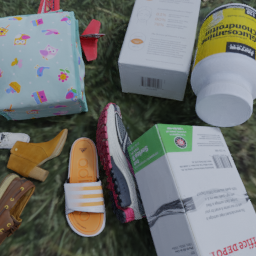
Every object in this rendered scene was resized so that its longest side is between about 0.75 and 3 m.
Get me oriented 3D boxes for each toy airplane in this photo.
[{"bbox_3d":[-2.082,-2.882,8.780,2.969,0.546,2.969,-1,82,11],"label":"toy airplane"}]

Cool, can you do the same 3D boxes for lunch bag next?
[{"bbox_3d":[-2.437,-1.789,7.651,2.425,1.736,2.846,-8,79,-3],"label":"lunch bag"}]

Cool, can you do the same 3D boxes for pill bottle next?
[{"bbox_3d":[2.460,-1.551,6.910,1.648,1.648,2.943,13,58,6],"label":"pill bottle"}]

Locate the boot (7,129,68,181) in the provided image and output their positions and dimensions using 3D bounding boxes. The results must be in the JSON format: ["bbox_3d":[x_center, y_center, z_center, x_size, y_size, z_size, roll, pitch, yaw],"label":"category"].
[{"bbox_3d":[-2.387,0.522,7.348,1.127,0.554,1.574,24,74,5],"label":"boot"}]

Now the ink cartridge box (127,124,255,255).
[{"bbox_3d":[1.456,1.496,6.058,2.149,1.237,2.944,4,60,-37],"label":"ink cartridge box"}]

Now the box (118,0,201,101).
[{"bbox_3d":[0.966,-2.511,8.154,1.846,1.446,2.968,10,66,8],"label":"box"}]

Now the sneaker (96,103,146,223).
[{"bbox_3d":[-0.078,0.767,7.026,1.106,1.194,2.961,-9,72,-21],"label":"sneaker"}]

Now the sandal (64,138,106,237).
[{"bbox_3d":[-1.143,1.331,6.904,0.972,0.727,2.537,-7,66,-4],"label":"sandal"}]

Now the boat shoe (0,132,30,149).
[{"bbox_3d":[-3.301,0.309,7.537,1.212,0.423,0.430,-2,66,-1],"label":"boat shoe"}]

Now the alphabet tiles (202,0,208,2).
[{"bbox_3d":[2.847,-5.596,10.394,2.404,0.076,2.001,-29,69,-12],"label":"alphabet tiles"}]

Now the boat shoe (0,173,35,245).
[{"bbox_3d":[-2.897,2.157,6.504,0.740,0.789,2.191,15,64,9],"label":"boat shoe"}]
